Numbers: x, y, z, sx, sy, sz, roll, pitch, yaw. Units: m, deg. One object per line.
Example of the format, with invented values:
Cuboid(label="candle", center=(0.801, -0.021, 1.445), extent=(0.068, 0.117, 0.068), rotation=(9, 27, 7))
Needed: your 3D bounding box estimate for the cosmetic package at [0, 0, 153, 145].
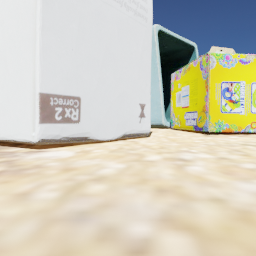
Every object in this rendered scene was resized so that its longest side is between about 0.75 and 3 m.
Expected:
Cuboid(label="cosmetic package", center=(-1.183, -0.877, 3.763), extent=(2.442, 2.014, 2.013), rotation=(1, 2, 33))

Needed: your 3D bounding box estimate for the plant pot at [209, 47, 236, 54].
Cuboid(label="plant pot", center=(2.409, -1.643, 7.361), extent=(0.837, 0.838, 0.742), rotation=(19, -21, 31))

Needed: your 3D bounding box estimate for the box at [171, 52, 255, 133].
Cuboid(label="box", center=(2.169, -0.598, 5.635), extent=(2.100, 1.330, 2.180), rotation=(0, 1, -7))

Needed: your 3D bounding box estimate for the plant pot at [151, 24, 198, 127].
Cuboid(label="plant pot", center=(0.515, -1.251, 8.731), extent=(2.683, 2.627, 2.634), rotation=(-6, -2, 37))
